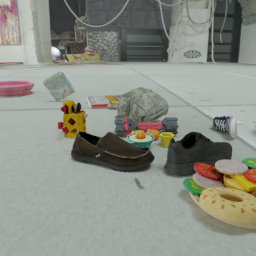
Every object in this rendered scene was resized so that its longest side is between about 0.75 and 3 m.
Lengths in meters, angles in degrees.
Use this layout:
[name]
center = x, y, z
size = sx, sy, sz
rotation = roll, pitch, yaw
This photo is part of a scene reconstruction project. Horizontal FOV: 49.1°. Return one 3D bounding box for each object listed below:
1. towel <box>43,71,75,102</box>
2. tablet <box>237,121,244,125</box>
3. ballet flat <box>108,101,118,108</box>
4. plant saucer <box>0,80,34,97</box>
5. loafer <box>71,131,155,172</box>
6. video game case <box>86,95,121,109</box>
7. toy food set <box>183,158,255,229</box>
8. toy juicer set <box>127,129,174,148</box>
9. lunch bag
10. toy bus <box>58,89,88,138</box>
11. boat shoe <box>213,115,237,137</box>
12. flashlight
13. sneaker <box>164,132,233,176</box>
[towel]
center = -3.880, -2.329, 15.748
size = 1.266, 1.479, 0.356
rotation = -24, 33, 10
[tablet]
center = 4.436, -0.304, 12.175
size = 0.693, 0.073, 1.064
rotation = -4, 18, -14
[ballet flat]
center = -0.473, -1.166, 14.298
size = 1.151, 0.387, 0.392
rotation = 6, 6, 8
[plant saucer]
center = -7.693, -2.600, 18.427
size = 2.965, 0.751, 2.965
rotation = 0, 16, 0
[loafer]
center = -0.499, 0.578, 7.907
size = 2.531, 0.903, 0.924
rotation = 5, 18, 16
[video game case]
center = -0.834, -1.513, 15.645
size = 2.803, 0.245, 2.004
rotation = -4, 20, -13
[toy food set]
center = 2.449, 1.314, 6.075
size = 2.414, 0.587, 2.390
rotation = -4, 17, -10
[toy juicer set]
center = 0.293, 0.298, 9.337
size = 2.212, 0.602, 1.407
rotation = -8, 19, -23
[lunch bag]
center = 0.648, -0.799, 11.658
size = 1.560, 1.296, 1.860
rotation = 22, 31, 32
[toy bus]
center = -1.905, -0.405, 10.211
size = 0.824, 1.504, 1.594
rotation = 3, -26, 7
[boat shoe]
center = 3.655, -0.069, 10.590
size = 0.876, 0.705, 1.888
rotation = -1, 9, 22
[flashlight]
center = 0.664, -0.110, 10.244
size = 2.288, 0.777, 0.774
rotation = -3, -2, 2
[sneaker]
center = 2.040, 0.583, 7.679
size = 2.321, 1.053, 0.881
rotation = -10, 18, -32
